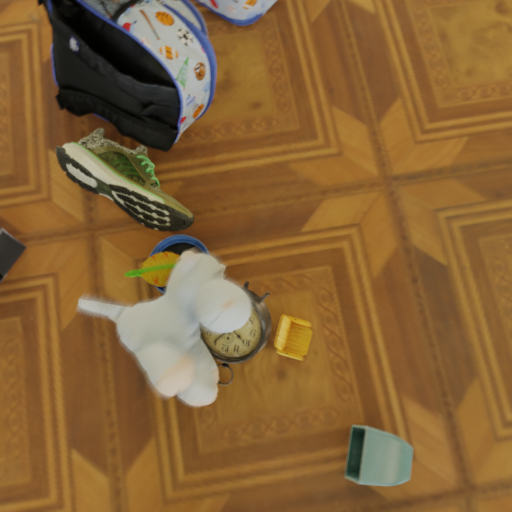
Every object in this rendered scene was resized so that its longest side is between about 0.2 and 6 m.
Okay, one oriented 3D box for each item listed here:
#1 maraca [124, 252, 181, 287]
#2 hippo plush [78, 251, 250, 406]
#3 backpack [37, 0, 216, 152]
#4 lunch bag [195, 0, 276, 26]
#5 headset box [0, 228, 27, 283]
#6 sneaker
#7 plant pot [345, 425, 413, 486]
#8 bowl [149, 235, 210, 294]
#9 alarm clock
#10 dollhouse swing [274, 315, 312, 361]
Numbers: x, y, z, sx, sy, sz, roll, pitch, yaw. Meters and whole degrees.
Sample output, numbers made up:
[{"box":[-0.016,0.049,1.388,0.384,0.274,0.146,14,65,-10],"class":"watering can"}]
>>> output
[{"box":[-1.795,0.266,10.171,1.154,0.791,0.617,-9,80,5],"class":"maraca"},{"box":[-1.094,1.010,9.344,2.496,1.988,2.006,40,89,26],"class":"hippo plush"},{"box":[-2.219,-3.594,10.521,3.014,3.164,2.437,40,65,7],"class":"backpack"},{"box":[-0.266,-6.787,12.222,2.521,1.189,3.146,34,77,11],"class":"lunch bag"},{"box":[-5.942,-0.004,10.248,2.908,1.123,2.164,30,76,10],"class":"headset box"},{"box":[-2.337,-1.605,10.816,2.976,1.144,1.318,32,64,5],"class":"sneaker"},{"box":[2.097,3.392,9.409,0.913,0.894,0.897,12,74,-3],"class":"plant pot"},{"box":[-1.444,0.202,10.615,1.200,0.236,1.200,-1,73,4],"class":"bowl"},{"box":[-0.433,1.395,9.973,1.303,0.643,1.932,16,99,16],"class":"alarm clock"},{"box":[0.678,1.447,10.091,0.631,0.611,0.695,15,73,5],"class":"dollhouse swing"}]
